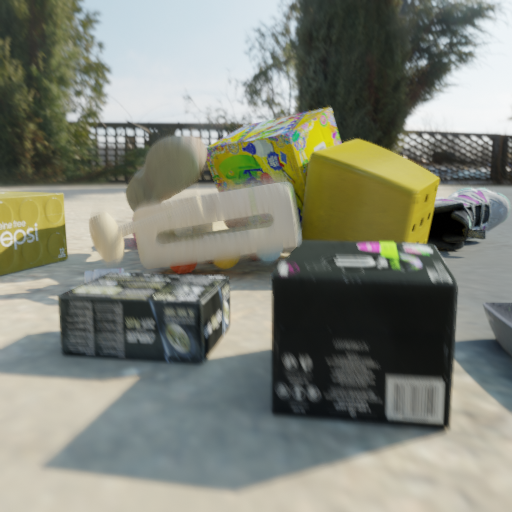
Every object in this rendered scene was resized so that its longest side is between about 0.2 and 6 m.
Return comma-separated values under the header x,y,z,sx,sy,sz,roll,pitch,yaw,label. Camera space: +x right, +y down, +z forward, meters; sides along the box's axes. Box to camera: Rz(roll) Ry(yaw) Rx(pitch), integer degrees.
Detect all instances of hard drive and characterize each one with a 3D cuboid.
x,y,z,sx,sy,sz,roll,pitch,yaw,label
3.027,0.828,5.082,1.340,0.420,1.986,0,9,0,hard drive

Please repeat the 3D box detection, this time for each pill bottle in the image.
x,y,z,sx,sy,sz,roll,pitch,yaw,label
-2.241,0.350,8.297,0.557,0.316,0.316,-2,10,-11,pill bottle

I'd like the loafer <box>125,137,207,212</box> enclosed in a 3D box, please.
x,y,z,sx,sy,sz,roll,pitch,yaw,label
-1.681,-1.637,10.999,0.855,0.978,2.721,-28,0,-41,loafer

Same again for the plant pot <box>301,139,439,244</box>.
x,y,z,sx,sy,sz,roll,pitch,yaw,label
2.120,-0.835,10.112,1.817,2.060,2.060,17,26,29,plant pot

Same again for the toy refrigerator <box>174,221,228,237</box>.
x,y,z,sx,sy,sz,roll,pitch,yaw,label
-1.273,-0.583,12.021,0.867,0.941,2.480,3,10,17,toy refrigerator

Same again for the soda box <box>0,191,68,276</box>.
x,y,z,sx,sy,sz,roll,pitch,yaw,label
-4.860,-0.312,9.131,1.264,1.337,3.949,3,10,19,soda box

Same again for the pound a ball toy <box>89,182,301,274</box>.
x,y,z,sx,sy,sz,roll,pitch,yaw,label
-0.841,-0.323,8.901,2.977,1.264,1.941,-9,7,8,pound a ball toy

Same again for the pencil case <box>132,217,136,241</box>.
x,y,z,sx,sy,sz,roll,pitch,yaw,label
-2.462,-0.732,13.218,0.944,0.914,2.015,2,11,-12,pencil case

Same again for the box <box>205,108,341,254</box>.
x,y,z,sx,sy,sz,roll,pitch,yaw,label
0.532,-1.382,10.929,2.253,2.339,1.427,1,30,44,box

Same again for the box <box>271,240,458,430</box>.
x,y,z,sx,sy,sz,roll,pitch,yaw,label
0.911,0.530,4.779,1.332,1.115,1.794,2,10,12,box

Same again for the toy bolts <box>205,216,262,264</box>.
x,y,z,sx,sy,sz,roll,pitch,yaw,label
-0.494,-0.412,10.740,0.896,1.233,1.291,6,-5,44,toy bolts

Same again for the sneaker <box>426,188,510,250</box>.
x,y,z,sx,sy,sz,roll,pitch,yaw,label
4.574,-0.712,12.379,3.285,1.277,2.298,-11,13,-9,sneaker

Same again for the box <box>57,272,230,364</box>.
x,y,z,sx,sy,sz,roll,pitch,yaw,label
-1.091,0.600,5.822,1.448,0.624,1.186,2,10,9,box
